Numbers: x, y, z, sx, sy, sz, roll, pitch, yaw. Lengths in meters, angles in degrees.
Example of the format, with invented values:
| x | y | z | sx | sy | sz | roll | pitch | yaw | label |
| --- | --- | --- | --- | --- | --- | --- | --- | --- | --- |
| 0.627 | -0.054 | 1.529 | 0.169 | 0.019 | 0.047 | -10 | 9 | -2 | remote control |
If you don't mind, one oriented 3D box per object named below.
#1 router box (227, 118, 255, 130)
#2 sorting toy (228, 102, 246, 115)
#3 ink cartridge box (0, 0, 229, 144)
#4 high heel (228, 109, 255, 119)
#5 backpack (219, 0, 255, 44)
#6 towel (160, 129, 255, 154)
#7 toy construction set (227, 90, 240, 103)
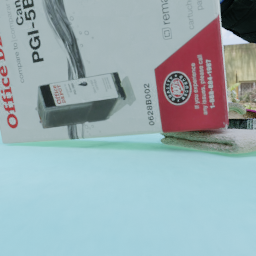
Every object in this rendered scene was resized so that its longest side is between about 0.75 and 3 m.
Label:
| x | y | z | sx | sy | sz | roll | pitch | yaw | label |
| --- | --- | --- | --- | --- | --- | --- | --- | --- | --- |
| 2.793 | -0.092 | 6.381 | 1.014 | 0.259 | 0.756 | -2 | 3 | -33 | router box |
| 1.664 | -0.288 | 7.174 | 2.441 | 0.445 | 2.259 | -5 | 1 | 20 | sorting toy |
| -0.251 | -0.774 | 2.871 | 2.317 | 1.700 | 0.960 | -5 | 9 | 20 | ink cartridge box |
| 3.256 | -0.417 | 8.580 | 1.982 | 0.668 | 0.953 | 3 | -9 | -17 | high heel |
| 2.361 | -2.187 | 4.823 | 1.473 | 1.183 | 1.609 | 31 | 1 | -9 | backpack |
| 0.865 | 0.110 | 2.649 | 0.720 | 0.187 | 1.086 | -3 | 3 | -26 | towel |
| 3.513 | -0.770 | 11.923 | 2.929 | 1.349 | 1.920 | -11 | 3 | -7 | toy construction set |
